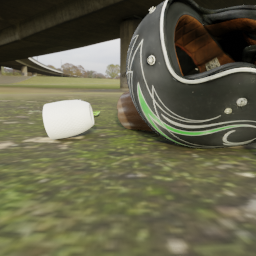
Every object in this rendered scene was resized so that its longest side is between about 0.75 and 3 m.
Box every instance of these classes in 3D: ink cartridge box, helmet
[{"bbox_3d":[-2.076,-0.852,11.837,1.670,0.632,1.234,-4,9,1],"label":"ink cartridge box"},{"bbox_3d":[1.387,-1.022,5.568,2.824,2.962,2.962,11,12,18],"label":"helmet"}]

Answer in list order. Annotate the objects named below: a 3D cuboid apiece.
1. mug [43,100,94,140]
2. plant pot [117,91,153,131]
[{"bbox_3d":[-1.345,-0.173,6.761,1.027,0.865,1.172,-10,-24,2],"label":"mug"},{"bbox_3d":[0.592,-0.542,7.913,1.485,1.500,1.500,-3,5,41],"label":"plant pot"}]
